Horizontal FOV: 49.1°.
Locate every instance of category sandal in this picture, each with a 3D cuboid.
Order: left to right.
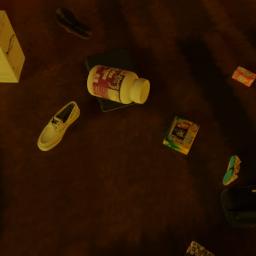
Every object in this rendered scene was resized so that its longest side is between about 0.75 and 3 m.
[{"bbox_3d":[-2.600,-4.871,13.290,2.173,0.593,0.888,35,72,3],"label":"sandal"}]

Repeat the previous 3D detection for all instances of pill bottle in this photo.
[{"bbox_3d":[-0.318,-1.512,9.983,2.041,1.146,1.146,16,60,21],"label":"pill bottle"}]

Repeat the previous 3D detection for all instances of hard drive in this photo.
[{"bbox_3d":[-0.514,-2.103,11.661,1.937,0.456,2.775,-16,61,-9],"label":"hard drive"}]

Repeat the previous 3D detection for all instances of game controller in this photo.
[{"bbox_3d":[4.323,2.474,9.015,2.537,0.534,1.323,-3,45,-2],"label":"game controller"}]

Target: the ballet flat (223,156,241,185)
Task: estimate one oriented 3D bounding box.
[{"bbox_3d":[3.615,1.490,9.593,0.375,0.443,1.172,33,66,-8],"label":"ballet flat"}]

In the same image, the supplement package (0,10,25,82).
[{"bbox_3d":[-5.286,-3.160,11.104,1.458,2.486,1.453,2,59,1],"label":"supplement package"}]

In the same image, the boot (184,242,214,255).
[{"bbox_3d":[2.170,4.533,7.495,2.482,0.896,1.875,37,63,19],"label":"boot"}]

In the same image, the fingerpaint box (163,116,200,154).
[{"bbox_3d":[1.964,0.244,10.298,0.957,0.421,1.147,24,62,14],"label":"fingerpaint box"}]

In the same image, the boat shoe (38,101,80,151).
[{"bbox_3d":[-2.624,-0.164,10.364,0.787,0.715,2.141,25,63,14],"label":"boat shoe"}]

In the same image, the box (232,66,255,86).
[{"bbox_3d":[4.875,-2.171,11.743,0.826,0.391,0.424,34,65,18],"label":"box"}]
